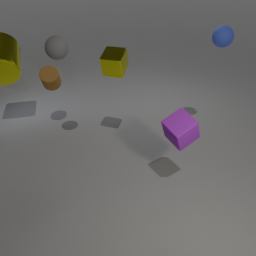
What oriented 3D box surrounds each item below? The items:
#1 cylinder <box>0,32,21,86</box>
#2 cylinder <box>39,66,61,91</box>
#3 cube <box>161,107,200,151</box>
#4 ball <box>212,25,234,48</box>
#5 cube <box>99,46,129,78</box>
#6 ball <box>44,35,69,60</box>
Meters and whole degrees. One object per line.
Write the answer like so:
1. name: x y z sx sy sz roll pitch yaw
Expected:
1. cylinder: -4.709 -2.531 10.316 1.400 1.400 1.400 -7 61 -12
2. cylinder: -2.888 -1.853 10.448 0.700 0.700 0.700 1 72 -4
3. cube: 1.398 0.038 7.421 0.700 0.700 0.700 -34 53 -8
4. ball: 3.153 -3.037 9.305 0.700 0.700 0.700 0 31 0
5. cube: -0.428 -2.116 8.998 0.700 0.700 0.700 9 52 15
6. ball: -2.085 -2.351 8.216 0.700 0.700 0.700 0 31 0
